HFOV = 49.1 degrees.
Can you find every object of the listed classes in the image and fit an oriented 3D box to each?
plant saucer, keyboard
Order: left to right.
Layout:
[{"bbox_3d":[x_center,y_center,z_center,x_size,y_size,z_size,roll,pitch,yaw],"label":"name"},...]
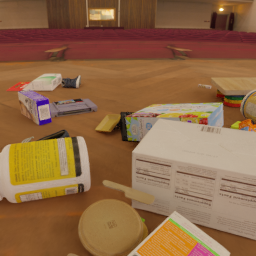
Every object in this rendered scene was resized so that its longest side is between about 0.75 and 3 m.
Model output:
[{"bbox_3d":[-0.755,-0.153,11.085,0.893,0.216,0.893,4,50,50],"label":"plant saucer"},{"bbox_3d":[0.056,-0.265,11.478,1.498,0.570,2.877,-2,21,-4],"label":"keyboard"}]

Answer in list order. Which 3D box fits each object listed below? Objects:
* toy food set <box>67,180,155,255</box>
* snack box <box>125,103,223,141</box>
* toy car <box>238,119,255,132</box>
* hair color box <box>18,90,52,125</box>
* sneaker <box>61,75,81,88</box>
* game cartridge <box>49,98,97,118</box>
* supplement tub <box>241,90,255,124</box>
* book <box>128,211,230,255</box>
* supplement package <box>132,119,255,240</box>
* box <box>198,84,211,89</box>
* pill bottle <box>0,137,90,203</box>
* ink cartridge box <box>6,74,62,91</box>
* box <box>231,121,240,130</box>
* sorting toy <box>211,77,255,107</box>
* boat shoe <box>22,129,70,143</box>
[{"bbox_3d":[-0.305,2.086,5.703,1.413,0.411,2.047,19,42,9],"label":"toy food set"},{"bbox_3d":[1.700,-0.236,9.880,2.813,0.952,2.372,3,16,30],"label":"snack box"},{"bbox_3d":[3.966,0.265,10.518,1.971,0.967,0.656,-9,37,46],"label":"toy car"},{"bbox_3d":[-4.151,-0.948,12.397,0.648,1.092,1.998,-18,28,-35],"label":"hair color box"},{"bbox_3d":[-3.655,-3.032,18.079,1.197,0.630,1.657,2,23,-2],"label":"sneaker"},{"bbox_3d":[-2.762,-1.016,13.548,2.223,0.427,1.441,-10,29,-23],"label":"game cartridge"},{"bbox_3d":[5.721,-0.698,11.404,1.384,1.384,1.913,-6,23,-15],"label":"supplement tub"},{"bbox_3d":[0.790,2.446,4.915,1.307,0.470,1.957,28,33,33],"label":"book"},{"bbox_3d":[1.798,1.034,6.894,2.864,1.588,2.230,10,25,20],"label":"supplement package"},{"bbox_3d":[4.854,-2.630,17.722,0.816,0.169,0.158,17,28,33],"label":"box"},{"bbox_3d":[-2.312,1.058,7.040,2.552,1.458,1.458,-6,23,-15],"label":"pill bottle"},{"bbox_3d":[-5.940,-2.953,17.870,2.897,0.726,2.331,2,22,0],"label":"ink cartridge box"},{"bbox_3d":[4.738,0.069,10.995,1.184,0.282,0.722,18,29,37],"label":"box"},{"bbox_3d":[6.088,-1.905,14.857,2.830,0.991,2.847,0,22,2],"label":"sorting toy"},{"bbox_3d":[-2.848,0.692,8.530,2.298,0.710,0.860,-18,37,-9],"label":"boat shoe"}]
